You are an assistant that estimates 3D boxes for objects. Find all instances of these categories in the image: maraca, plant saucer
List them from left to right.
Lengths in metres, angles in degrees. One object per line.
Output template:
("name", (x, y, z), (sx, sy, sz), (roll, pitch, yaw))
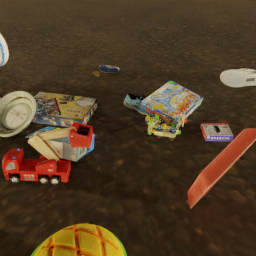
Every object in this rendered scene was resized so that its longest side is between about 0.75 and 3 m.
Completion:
("plant saucer", (-3.661, -0.407, 9.101), (1.650, 0.414, 1.650), (-7, 62, 14))
("maraca", (-1.006, 2.386, 4.423), (2.220, 1.188, 1.522), (-26, 46, -37))
("plant saucer", (1.924, 0.820, 5.863), (1.733, 1.730, 0.318), (-39, 68, -18))

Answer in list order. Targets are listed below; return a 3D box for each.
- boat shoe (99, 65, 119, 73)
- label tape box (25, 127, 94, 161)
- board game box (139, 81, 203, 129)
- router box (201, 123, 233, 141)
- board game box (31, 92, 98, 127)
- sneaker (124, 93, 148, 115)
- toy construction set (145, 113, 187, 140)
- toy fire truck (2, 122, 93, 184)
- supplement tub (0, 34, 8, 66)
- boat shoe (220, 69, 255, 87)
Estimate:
("boat shoe", (-0.896, -2.815, 13.307), (0.970, 0.351, 0.351), (11, 28, -1))
("label tape box", (-1.881, 0.408, 7.887), (1.559, 0.515, 1.117), (7, 16, 15))
("board game box", (1.586, -0.884, 9.956), (1.452, 0.370, 2.146), (32, 43, 19))
("router box", (2.794, 0.117, 8.848), (0.838, 0.205, 0.752), (0, 33, 0))
("board game box", (-2.414, -0.664, 9.875), (2.304, 0.399, 1.561), (8, 34, 11))
("sneaker", (0.462, -0.882, 9.981), (1.257, 0.565, 0.493), (20, 36, 7))
("toy construction set", (1.178, -0.071, 8.838), (1.352, 0.623, 0.886), (-3, 31, 15))
("toy fire truck", (-1.981, 0.613, 6.817), (2.208, 1.557, 0.538), (3, 32, -2))
("supplement tub", (-7.145, -3.309, 12.526), (1.955, 1.955, 2.963), (18, 38, 25))
("boat shoe", (4.880, -2.222, 12.006), (2.079, 0.748, 0.683), (-4, 27, -6))
